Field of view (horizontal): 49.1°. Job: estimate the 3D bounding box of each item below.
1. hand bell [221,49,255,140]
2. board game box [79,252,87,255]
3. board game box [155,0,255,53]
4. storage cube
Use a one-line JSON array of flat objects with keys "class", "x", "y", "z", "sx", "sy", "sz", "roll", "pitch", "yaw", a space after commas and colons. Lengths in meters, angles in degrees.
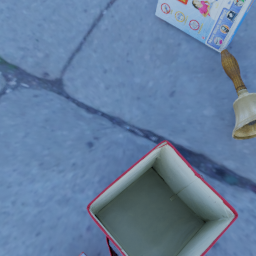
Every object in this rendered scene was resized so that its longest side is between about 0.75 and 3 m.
[{"class": "hand bell", "x": 2.746, "y": -1.000, "z": 6.902, "sx": 1.209, "sy": 1.209, "sz": 2.322, "roll": -12, "pitch": 64, "yaw": -4}, {"class": "board game box", "x": -0.500, "y": 3.796, "z": 5.266, "sx": 1.301, "sy": 0.246, "sz": 2.527, "roll": -39, "pitch": 84, "yaw": -29}, {"class": "board game box", "x": 2.001, "y": -3.443, "z": 7.164, "sx": 2.279, "sy": 2.327, "sz": 0.650, "roll": 35, "pitch": 64, "yaw": 12}, {"class": "storage cube", "x": 0.517, "y": 1.727, "z": 5.467, "sx": 2.147, "sy": 1.930, "sz": 1.836, "roll": -39, "pitch": 75, "yaw": -15}]
